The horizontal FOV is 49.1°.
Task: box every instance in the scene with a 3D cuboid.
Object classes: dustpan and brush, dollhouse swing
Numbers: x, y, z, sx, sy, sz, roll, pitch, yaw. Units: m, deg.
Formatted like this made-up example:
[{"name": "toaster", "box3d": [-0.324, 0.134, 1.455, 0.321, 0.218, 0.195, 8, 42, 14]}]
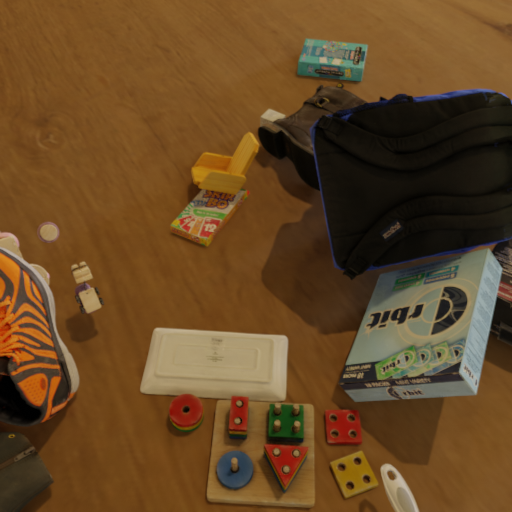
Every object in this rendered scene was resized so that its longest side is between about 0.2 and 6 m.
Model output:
[{"name": "dustpan and brush", "box3d": [2.159, 3.915, 6.646, 1.965, 0.806, 2.815, -16, 51, -14]}, {"name": "dollhouse swing", "box3d": [-0.652, -1.983, 11.345, 1.097, 1.061, 1.207, 8, 27, -16]}]

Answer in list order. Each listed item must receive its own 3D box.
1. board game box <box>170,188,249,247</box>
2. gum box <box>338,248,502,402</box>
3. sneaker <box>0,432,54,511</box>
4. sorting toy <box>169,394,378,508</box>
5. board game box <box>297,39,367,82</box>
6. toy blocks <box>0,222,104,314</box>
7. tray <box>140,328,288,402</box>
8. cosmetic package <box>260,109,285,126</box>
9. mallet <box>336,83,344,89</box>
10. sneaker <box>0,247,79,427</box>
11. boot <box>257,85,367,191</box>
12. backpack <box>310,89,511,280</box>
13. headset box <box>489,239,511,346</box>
[{"name": "board game box", "box3d": [-0.889, -0.961, 11.326, 0.844, 0.265, 1.766, 22, 50, 18]}, {"name": "gum box", "box3d": [2.521, 1.066, 8.549, 2.008, 0.526, 2.363, -19, 31, 44]}, {"name": "sneaker", "box3d": [-4.147, 2.674, 7.718, 2.811, 1.051, 1.493, 39, 54, 18]}, {"name": "sorting toy", "box3d": [0.197, 2.690, 7.924, 3.041, 0.514, 1.466, 3, 49, 2]}, {"name": "board game box", "box3d": [2.044, -5.232, 14.941, 1.699, 0.399, 1.282, 9, 49, 8]}, {"name": "toy blocks", "box3d": [-3.814, 0.376, 9.321, 1.873, 1.750, 1.576, -23, 11, -21]}, {"name": "tray", "box3d": [-0.643, 1.676, 8.988, 2.279, 0.253, 1.224, 3, 48, 2]}, {"name": "cosmetic package", "box3d": [0.389, -3.114, 13.096, 0.464, 0.388, 0.386, 26, 54, 21]}, {"name": "mallet", "box3d": [1.678, -3.862, 13.824, 0.585, 0.365, 1.776, 19, 48, 10]}, {"name": "sneaker", "box3d": [-3.453, 1.139, 7.804, 1.026, 2.644, 1.481, -26, 6, 10]}, {"name": "boot", "box3d": [1.629, -2.758, 12.245, 2.409, 0.958, 2.767, -34, 56, -19]}, {"name": "backpack", "box3d": [2.797, -1.443, 9.624, 3.396, 2.760, 2.850, -11, 11, 9]}, {"name": "headset box", "box3d": [4.932, 0.488, 9.390, 2.119, 1.070, 2.851, 27, 58, 23]}]
